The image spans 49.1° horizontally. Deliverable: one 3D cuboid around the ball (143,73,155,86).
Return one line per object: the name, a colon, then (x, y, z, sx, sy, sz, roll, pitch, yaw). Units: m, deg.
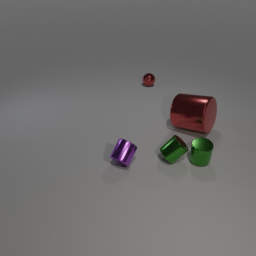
ball: (1.141, -2.635, 15.262, 0.700, 0.700, 0.700, 0, 31, 0)

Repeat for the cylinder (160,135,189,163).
cylinder: (1.544, 0.709, 9.402, 0.700, 0.700, 0.700, 39, 20, -18)

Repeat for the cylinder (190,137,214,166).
cylinder: (2.440, 0.791, 9.329, 0.700, 0.700, 0.700, -2, 40, 1)

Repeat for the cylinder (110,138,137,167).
cylinder: (-0.141, 0.804, 9.186, 0.700, 0.700, 0.700, 19, 75, 29)

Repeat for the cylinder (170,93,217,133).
cylinder: (2.573, -0.602, 10.975, 1.400, 1.400, 1.400, 11, 32, 34)
